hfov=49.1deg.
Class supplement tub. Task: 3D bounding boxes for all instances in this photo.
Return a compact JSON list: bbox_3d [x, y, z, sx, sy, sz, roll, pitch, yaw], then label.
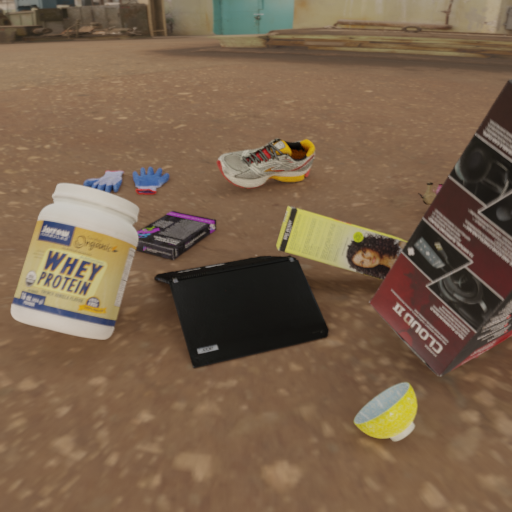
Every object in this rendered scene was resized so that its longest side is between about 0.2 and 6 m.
[{"bbox_3d":[-2.590,0.093,8.237,1.468,2.033,1.468,13,-8,2],"label":"supplement tub"}]

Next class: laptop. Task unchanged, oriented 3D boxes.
[{"bbox_3d":[-0.358,0.781,9.317,2.202,1.283,2.484,-9,3,-19],"label":"laptop"}]

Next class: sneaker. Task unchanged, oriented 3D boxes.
[{"bbox_3d":[0.265,-2.471,14.027,2.715,1.115,1.057,-13,61,-28],"label":"sneaker"}]

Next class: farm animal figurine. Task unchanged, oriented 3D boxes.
[{"bbox_3d":[4.588,-1.160,12.503,1.452,0.765,1.468,-5,18,-36],"label":"farm animal figurine"}]

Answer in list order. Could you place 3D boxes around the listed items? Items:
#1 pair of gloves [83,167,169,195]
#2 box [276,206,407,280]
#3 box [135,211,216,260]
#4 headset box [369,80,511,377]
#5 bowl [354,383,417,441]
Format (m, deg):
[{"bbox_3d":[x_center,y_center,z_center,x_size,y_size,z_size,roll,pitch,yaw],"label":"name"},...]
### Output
[{"bbox_3d":[-3.341,-1.948,14.480,2.092,0.238,1.682,0,27,-2],"label":"pair of gloves"},{"bbox_3d":[1.472,-0.204,9.681,2.124,0.799,0.532,15,10,-3],"label":"box"},{"bbox_3d":[-1.716,-0.452,11.533,1.149,0.290,1.608,13,29,25],"label":"box"},{"bbox_3d":[3.524,-0.270,7.515,2.910,3.910,1.510,-15,53,-36],"label":"headset box"},{"bbox_3d":[1.619,1.923,6.662,0.438,0.815,0.815,53,44,4],"label":"bowl"}]
